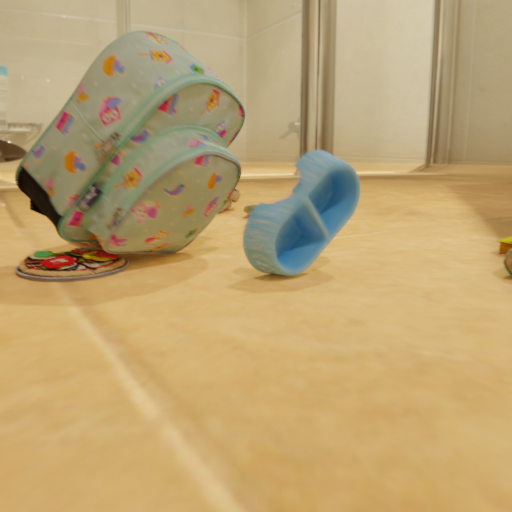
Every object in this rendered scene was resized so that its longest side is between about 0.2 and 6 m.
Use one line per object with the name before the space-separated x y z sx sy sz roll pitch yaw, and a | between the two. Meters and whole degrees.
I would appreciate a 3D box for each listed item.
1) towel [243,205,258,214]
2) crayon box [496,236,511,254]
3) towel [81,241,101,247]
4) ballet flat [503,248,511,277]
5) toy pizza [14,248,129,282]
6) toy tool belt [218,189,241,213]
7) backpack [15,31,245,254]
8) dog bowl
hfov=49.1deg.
towel | 0.535 -1.330 16.541 1.681 0.307 1.247 3 6 10
crayon box | 5.527 -0.200 11.471 1.228 0.312 0.780 -10 16 -42
towel | -3.155 -0.566 12.949 1.982 0.342 1.313 -15 19 -38
ballet flat | 5.124 -0.118 9.870 2.198 0.746 0.828 -16 -19 -46
toy pizza | -3.308 0.090 10.118 1.966 0.312 1.966 0 12 0
toy tool belt | -1.366 -2.392 18.242 1.771 1.743 2.837 2 12 8
backpack | -1.976 -1.943 10.430 2.943 3.839 3.375 39 15 21
dog bowl | 0.862 -0.694 9.575 2.482 1.384 0.615 -49 39 -16
